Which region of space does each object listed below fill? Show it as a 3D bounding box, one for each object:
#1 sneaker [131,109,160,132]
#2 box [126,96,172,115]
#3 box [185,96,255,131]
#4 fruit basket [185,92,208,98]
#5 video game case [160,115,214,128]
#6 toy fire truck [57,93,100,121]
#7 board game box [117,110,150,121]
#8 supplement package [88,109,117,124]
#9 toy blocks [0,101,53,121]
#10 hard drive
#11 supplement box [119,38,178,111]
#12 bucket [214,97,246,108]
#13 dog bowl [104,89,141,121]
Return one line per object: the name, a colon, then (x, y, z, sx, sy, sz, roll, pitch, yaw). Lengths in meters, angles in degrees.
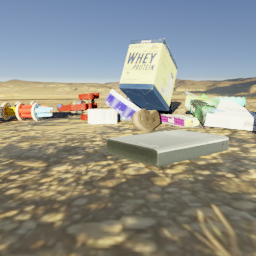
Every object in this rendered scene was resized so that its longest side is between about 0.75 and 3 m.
sneaker: (0.486, -0.204, 10.315, 0.885, 0.825, 2.343, -16, -3, 23)
box: (1.259, -2.121, 17.168, 1.500, 2.512, 2.554, -9, 12, -44)
box: (3.615, -0.640, 10.992, 2.129, 0.536, 2.950, 6, 17, -5)
fruit basket: (3.698, -1.271, 14.435, 1.368, 0.692, 1.477, 39, -8, -38)
video game case: (2.616, -0.322, 11.792, 1.879, 0.371, 2.073, -1, 7, -20)
toy fire truck: (-2.445, -1.031, 13.978, 1.922, 1.283, 2.289, -5, 6, 12)
board game box: (0.084, -0.634, 13.724, 2.532, 0.438, 1.715, 1, 6, 8)
supplement package: (-1.122, -0.513, 12.292, 1.148, 0.629, 0.653, -3, 8, -22)
toy blocks: (-4.698, -0.878, 14.039, 2.468, 0.896, 2.057, 1, 8, 11)
hard drive: (0.930, 0.397, 6.467, 2.370, 0.390, 1.654, -6, 10, -39)
supplement box: (1.055, -2.435, 13.209, 1.660, 2.470, 2.473, 6, -17, 27)
bucket: (5.490, -1.132, 15.218, 1.672, 1.088, 1.672, 1, 8, 0)
dog bowl: (-0.179, -0.937, 11.882, 1.625, 0.640, 1.625, 35, 6, -4)
